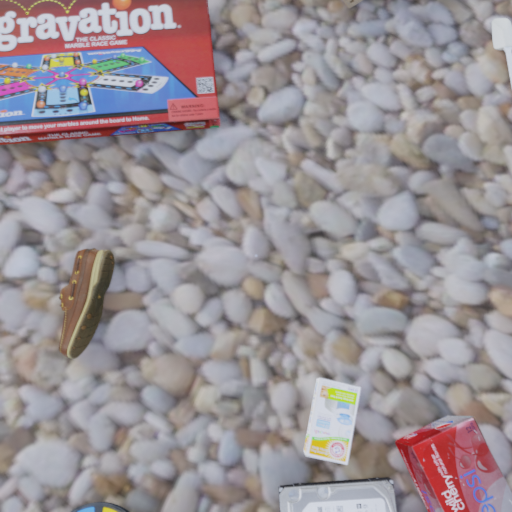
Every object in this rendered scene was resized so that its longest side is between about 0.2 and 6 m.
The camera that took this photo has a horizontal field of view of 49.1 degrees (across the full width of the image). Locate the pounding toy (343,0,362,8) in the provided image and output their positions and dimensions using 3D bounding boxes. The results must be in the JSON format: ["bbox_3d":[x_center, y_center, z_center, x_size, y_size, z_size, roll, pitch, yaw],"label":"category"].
[{"bbox_3d":[2.254,-6.220,9.916,2.600,1.190,2.284,-26,76,22],"label":"pounding toy"}]

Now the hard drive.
[{"bbox_3d":[1.239,4.026,8.392,1.750,0.331,1.223,-3,77,0],"label":"hard drive"}]

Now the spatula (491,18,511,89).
[{"bbox_3d":[5.074,-3.559,10.260,1.300,0.150,1.869,-4,80,-3],"label":"spatula"}]

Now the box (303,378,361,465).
[{"bbox_3d":[1.156,2.523,8.593,0.658,0.593,1.171,12,77,4],"label":"box"}]

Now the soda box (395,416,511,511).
[{"bbox_3d":[3.236,3.940,8.069,1.075,0.973,3.070,-23,77,-6],"label":"soda box"}]

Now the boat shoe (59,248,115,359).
[{"bbox_3d":[-2.829,0.732,9.018,0.616,0.656,1.824,9,71,7],"label":"boat shoe"}]

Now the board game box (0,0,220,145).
[{"bbox_3d":[-3.283,-3.344,9.814,5.086,0.495,2.618,-6,79,-4],"label":"board game box"}]

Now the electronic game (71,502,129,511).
[{"bbox_3d":[-2.315,4.543,7.965,1.914,0.398,1.914,-7,66,17],"label":"electronic game"}]
